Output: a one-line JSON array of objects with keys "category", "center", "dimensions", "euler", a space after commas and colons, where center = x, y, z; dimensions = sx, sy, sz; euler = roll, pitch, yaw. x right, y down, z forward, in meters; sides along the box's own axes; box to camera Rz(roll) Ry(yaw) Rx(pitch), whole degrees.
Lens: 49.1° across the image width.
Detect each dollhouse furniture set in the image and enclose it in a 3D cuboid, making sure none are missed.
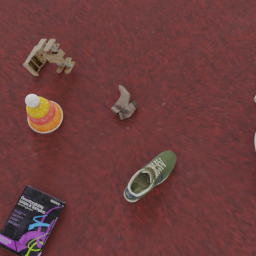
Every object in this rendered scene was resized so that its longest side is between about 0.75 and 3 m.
[{"category": "dollhouse furniture set", "center": [-2.532, -2.097, 8.772], "dimensions": [1.226, 1.075, 0.814], "euler": [11, 67, 32]}]

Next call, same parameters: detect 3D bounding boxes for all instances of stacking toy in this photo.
[{"category": "stacking toy", "center": [-2.512, -0.543, 7.979], "dimensions": [1.068, 1.461, 1.068], "euler": [0, 71, -1]}]

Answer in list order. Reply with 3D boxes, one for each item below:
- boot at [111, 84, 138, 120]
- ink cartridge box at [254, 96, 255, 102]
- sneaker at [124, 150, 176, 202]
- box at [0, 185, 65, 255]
[{"category": "boot", "center": [-0.207, -0.778, 8.655], "dimensions": [0.739, 0.355, 1.011], "euler": [-37, 75, -11]}, {"category": "ink cartridge box", "center": [5.344, -1.521, 8.537], "dimensions": [1.833, 1.035, 2.497], "euler": [31, 73, 9]}, {"category": "sneaker", "center": [0.662, 1.278, 7.654], "dimensions": [1.905, 0.855, 0.639], "euler": [-41, 75, -13]}, {"category": "box", "center": [-2.600, 2.530, 7.512], "dimensions": [1.192, 0.301, 1.667], "euler": [22, 71, 7]}]
